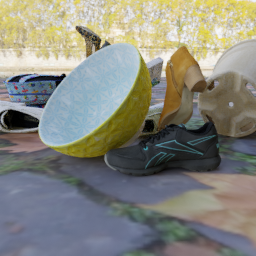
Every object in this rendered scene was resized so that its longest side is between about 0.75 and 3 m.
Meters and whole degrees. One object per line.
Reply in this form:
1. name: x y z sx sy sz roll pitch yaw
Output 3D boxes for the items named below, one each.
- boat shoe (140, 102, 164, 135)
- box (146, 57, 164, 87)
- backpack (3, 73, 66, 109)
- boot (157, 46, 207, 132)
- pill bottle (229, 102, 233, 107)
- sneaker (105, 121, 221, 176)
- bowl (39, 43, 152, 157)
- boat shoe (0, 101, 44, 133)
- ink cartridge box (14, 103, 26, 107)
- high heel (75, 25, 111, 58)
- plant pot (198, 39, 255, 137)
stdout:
1. boat shoe: 0.696 -0.146 8.081 2.534 0.912 0.786 -6 39 -16
2. box: 0.632 -2.027 11.595 1.853 1.338 0.337 -30 61 -22
3. backpack: -3.987 -1.553 12.102 2.194 1.617 2.404 5 13 23
4. boot: 0.985 -0.772 5.908 0.581 1.652 1.183 8 42 -25
5. pill bottle: 4.515 -1.357 12.371 1.138 1.138 2.019 4 12 17
6. sneaker: 0.672 0.350 5.379 2.264 0.897 0.854 -4 15 -10
7. bowl: -0.480 -0.369 6.375 2.827 2.827 1.521 15 -23 50
8. boat shoe: -3.557 -0.271 8.284 2.534 0.912 0.833 10 9 6
9. ink cartridge box: -4.439 -0.476 9.485 1.616 0.671 1.185 2 13 7
10. high heel: -1.030 -1.953 6.976 0.459 0.916 1.286 45 15 30
11. plant pot: 3.383 -1.036 8.306 2.793 2.793 2.557 9 27 36
